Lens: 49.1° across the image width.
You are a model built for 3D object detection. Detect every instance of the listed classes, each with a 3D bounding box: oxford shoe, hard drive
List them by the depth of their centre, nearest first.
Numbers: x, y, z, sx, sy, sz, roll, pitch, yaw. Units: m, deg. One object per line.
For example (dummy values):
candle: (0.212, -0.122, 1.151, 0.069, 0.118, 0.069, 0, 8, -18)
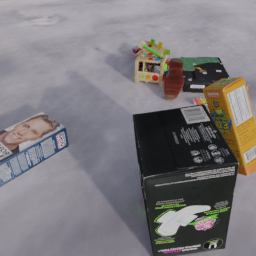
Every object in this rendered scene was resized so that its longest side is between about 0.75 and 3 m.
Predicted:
oxford shoe: (1.966, -1.918, 11.860, 0.783, 0.831, 2.221, 11, 58, 9)
hard drive: (3.383, -2.457, 12.721, 2.031, 0.550, 2.907, 2, 36, 2)

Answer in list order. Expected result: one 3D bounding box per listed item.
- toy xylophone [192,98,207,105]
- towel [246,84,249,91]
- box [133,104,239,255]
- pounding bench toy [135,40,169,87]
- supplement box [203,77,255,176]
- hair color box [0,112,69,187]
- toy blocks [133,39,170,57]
toy xylophone: (2.902, -1.081, 11.148, 0.751, 0.189, 0.550, -10, 37, -14)
towel: (4.842, -1.825, 12.254, 0.855, 0.097, 0.616, 15, 38, 18)
box: (1.083, 1.149, 5.934, 1.618, 2.603, 1.933, -8, 36, 0)
pounding bench toy: (1.101, -2.899, 12.295, 1.382, 1.772, 1.101, 9, 37, 13)
supplement box: (2.230, -0.030, 5.858, 0.679, 1.973, 0.657, -25, 15, -21)
hair color box: (-3.277, 0.609, 8.292, 1.365, 0.826, 2.730, 28, 45, 33)
toy blocks: (0.998, -3.801, 14.406, 1.944, 0.971, 1.329, 33, 59, 31)
